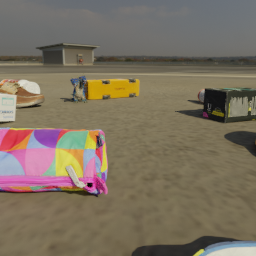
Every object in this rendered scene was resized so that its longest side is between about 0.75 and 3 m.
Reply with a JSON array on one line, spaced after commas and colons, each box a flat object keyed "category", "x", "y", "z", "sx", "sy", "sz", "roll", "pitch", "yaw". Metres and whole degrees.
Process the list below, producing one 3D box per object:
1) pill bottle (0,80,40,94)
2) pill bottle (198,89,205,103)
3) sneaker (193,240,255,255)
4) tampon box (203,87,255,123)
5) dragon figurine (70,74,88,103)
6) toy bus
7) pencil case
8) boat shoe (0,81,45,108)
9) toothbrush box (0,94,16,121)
[{"category": "pill bottle", "x": -4.590, "y": -1.575, "z": 11.807, "sx": 1.673, "sy": 0.917, "sz": 0.917, "roll": 6, "pitch": 14, "yaw": 29}, {"category": "pill bottle", "x": 3.200, "y": -1.240, "z": 11.162, "sx": 0.553, "sy": 0.553, "sz": 1.009, "roll": -2, "pitch": 13, "yaw": -7}, {"category": "sneaker", "x": 1.075, "y": 0.965, "z": 1.614, "sx": 1.419, "sy": 0.525, "sz": 0.584, "roll": -12, "pitch": 34, "yaw": 4}, {"category": "tampon box", "x": 3.062, "y": -0.704, "z": 8.143, "sx": 1.378, "sy": 0.870, "sz": 1.033, "roll": -5, "pitch": 14, "yaw": -20}, {"category": "dragon figurine", "x": -2.064, "y": -1.692, "z": 11.744, "sx": 0.691, "sy": 1.168, "sz": 2.349, "roll": -2, "pitch": 13, "yaw": -11}, {"category": "toy bus", "x": -0.772, "y": -1.849, "z": 13.133, "sx": 2.652, "sy": 0.863, "sz": 1.038, "roll": -9, "pitch": 15, "yaw": -32}, {"category": "pencil case", "x": -1.200, "y": 0.404, "z": 3.524, "sx": 1.991, "sy": 0.880, "sz": 0.880, "roll": 0, "pitch": 13, "yaw": 5}, {"category": "boat shoe", "x": -4.361, "y": -1.277, "z": 10.467, "sx": 2.599, "sy": 0.933, "sz": 0.984, "roll": 3, "pitch": 14, "yaw": 14}, {"category": "toothbrush box", "x": -4.134, "y": -0.611, "z": 7.473, "sx": 1.780, "sy": 0.759, "sz": 1.303, "roll": 8, "pitch": 6, "yaw": 22}]
